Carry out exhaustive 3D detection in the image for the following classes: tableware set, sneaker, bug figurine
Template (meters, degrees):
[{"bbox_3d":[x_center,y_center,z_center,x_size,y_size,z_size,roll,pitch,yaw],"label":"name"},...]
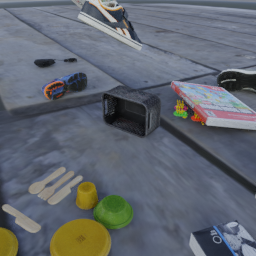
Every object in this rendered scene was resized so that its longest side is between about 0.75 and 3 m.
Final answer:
[{"bbox_3d":[-1.311,1.819,4.448,2.007,0.457,2.980,19,34,25],"label":"tableware set"},{"bbox_3d":[4.647,-1.737,10.139,2.617,0.967,1.038,15,28,24],"label":"sneaker"},{"bbox_3d":[-2.297,-1.615,10.174,0.761,0.730,1.939,20,33,40],"label":"sneaker"},{"bbox_3d":[-0.260,-2.696,7.205,2.033,0.807,0.797,16,15,-45],"label":"sneaker"},{"bbox_3d":[1.902,-0.509,8.552,1.011,0.336,1.304,9,27,6],"label":"bug figurine"}]

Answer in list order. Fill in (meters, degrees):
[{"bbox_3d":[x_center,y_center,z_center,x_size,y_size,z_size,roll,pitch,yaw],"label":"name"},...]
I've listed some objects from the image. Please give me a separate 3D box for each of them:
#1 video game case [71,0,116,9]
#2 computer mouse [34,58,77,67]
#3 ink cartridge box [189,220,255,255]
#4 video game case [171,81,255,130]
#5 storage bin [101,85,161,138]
[{"bbox_3d":[-1.257,-5.142,9.980,2.232,2.035,0.246,-18,60,35],"label":"video game case"},{"bbox_3d":[-3.364,-3.082,13.195,2.097,0.357,0.615,-11,21,-30],"label":"computer mouse"},{"bbox_3d":[1.683,2.136,3.915,0.892,0.352,1.795,-9,32,-17],"label":"ink cartridge box"},{"bbox_3d":[2.731,-0.763,8.704,2.019,0.246,2.824,4,28,-16],"label":"video game case"},{"bbox_3d":[0.078,-0.484,7.810,1.533,1.036,0.719,21,36,32],"label":"storage bin"}]
